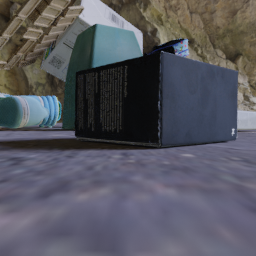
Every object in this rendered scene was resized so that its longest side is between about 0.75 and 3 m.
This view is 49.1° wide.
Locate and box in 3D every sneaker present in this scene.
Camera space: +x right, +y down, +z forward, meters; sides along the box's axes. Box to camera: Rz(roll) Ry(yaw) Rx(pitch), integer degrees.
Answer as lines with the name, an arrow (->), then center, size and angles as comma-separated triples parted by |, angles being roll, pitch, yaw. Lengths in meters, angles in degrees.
sneaker -> -3.259, -0.540, 8.915 | 1.869, 1.138, 2.863 | -4, 13, -44

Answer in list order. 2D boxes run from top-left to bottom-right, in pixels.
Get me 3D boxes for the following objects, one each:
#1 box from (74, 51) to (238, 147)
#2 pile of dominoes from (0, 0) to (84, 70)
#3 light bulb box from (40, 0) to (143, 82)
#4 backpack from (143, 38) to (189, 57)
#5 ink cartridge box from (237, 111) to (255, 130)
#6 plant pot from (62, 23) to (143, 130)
box -> 0.270, -0.218, 2.742 | 1.163, 0.721, 1.143 | -1, 4, -43
pile of dominoes -> -2.007, -1.956, 5.661 | 2.124, 0.338, 1.655 | -37, -2, 23
light bulb box -> -1.350, -2.932, 10.544 | 2.755, 1.735, 2.780 | 28, -43, -30
backpack -> 1.601, -2.752, 10.860 | 1.649, 1.109, 1.506 | -25, 7, -14
ink cartridge box -> 1.914, -0.161, 6.286 | 2.069, 0.420, 2.065 | -1, 1, -31
plant pot -> -0.568, -1.172, 7.022 | 1.713, 2.425, 1.714 | -1, 1, -33
